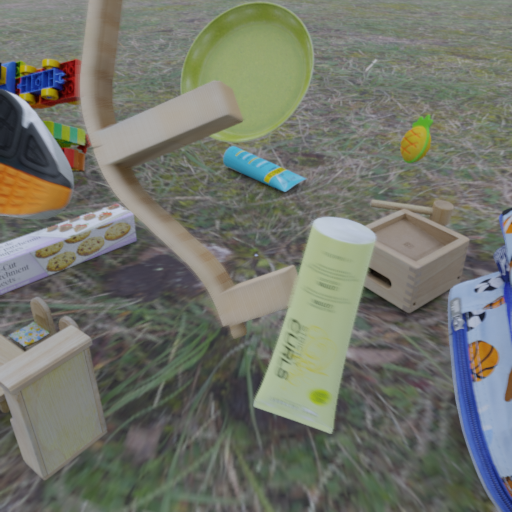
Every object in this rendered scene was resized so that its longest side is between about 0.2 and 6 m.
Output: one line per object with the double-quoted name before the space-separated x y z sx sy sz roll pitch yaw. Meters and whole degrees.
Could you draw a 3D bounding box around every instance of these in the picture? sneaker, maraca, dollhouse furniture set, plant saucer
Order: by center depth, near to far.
"dollhouse furniture set" -2.527 1.152 5.774 1.905 1.265 1.669 23 39 32
"sneaker" -2.823 -1.256 6.610 3.218 1.218 1.480 33 8 36
"maraca" 2.198 -1.589 7.640 0.368 0.688 0.472 21 -3 -27
"plant saucer" -0.127 -2.760 8.590 2.206 2.206 0.343 16 0 24

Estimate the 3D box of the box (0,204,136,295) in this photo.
"box" -3.073 -0.081 8.400 2.680 0.555 0.518 -25 40 -35

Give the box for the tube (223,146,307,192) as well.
"tube" 0.110 -1.689 11.101 1.748 0.441 0.677 29 50 32

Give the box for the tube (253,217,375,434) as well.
"tube" 0.437 0.553 4.006 0.430 1.656 0.480 -6 31 -33

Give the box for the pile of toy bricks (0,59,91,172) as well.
"pile of toy bricks" -4.389 -2.478 11.192 4.326 2.400 2.136 3 0 34

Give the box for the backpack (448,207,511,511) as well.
"backpack" 3.012 1.089 4.035 3.438 2.648 3.275 39 31 -10

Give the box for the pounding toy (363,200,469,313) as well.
"pounding toy" 2.227 -0.153 8.209 1.866 0.854 1.639 -23 39 -32

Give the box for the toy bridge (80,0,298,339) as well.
"toy bridge" -0.767 -1.086 4.855 1.279 3.804 0.518 -19 1 15
